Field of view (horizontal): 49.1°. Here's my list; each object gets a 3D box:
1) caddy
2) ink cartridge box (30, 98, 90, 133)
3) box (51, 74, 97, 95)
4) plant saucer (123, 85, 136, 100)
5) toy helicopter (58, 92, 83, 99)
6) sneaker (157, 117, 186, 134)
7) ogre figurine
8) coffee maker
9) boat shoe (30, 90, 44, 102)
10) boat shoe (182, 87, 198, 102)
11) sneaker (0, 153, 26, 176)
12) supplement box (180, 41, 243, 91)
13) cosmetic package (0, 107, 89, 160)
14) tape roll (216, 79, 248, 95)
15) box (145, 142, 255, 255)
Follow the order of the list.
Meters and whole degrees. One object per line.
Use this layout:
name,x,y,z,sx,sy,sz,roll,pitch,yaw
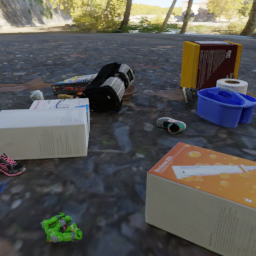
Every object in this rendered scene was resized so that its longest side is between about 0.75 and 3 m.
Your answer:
caddy,3.960,-1.017,11.414,1.757,1.305,2.486,-14,27,-27
ink cartridge box,-2.546,-0.444,10.590,2.148,0.922,1.573,-2,24,-7
box,-2.284,-2.319,14.576,2.837,0.535,1.938,1,23,32
plant saucer,-0.740,-1.784,14.262,2.331,0.426,2.331,0,24,0
toy helicopter,-2.386,-1.397,13.015,1.906,0.752,1.261,11,22,26
sneaker,1.523,-0.078,10.364,1.108,0.463,0.669,12,17,22
ogre figurine,-1.367,1.996,5.598,0.580,0.474,0.967,-2,33,-36
coffee maker,-1.028,-1.877,12.439,2.188,1.534,2.277,13,41,12
boat shoe,-4.375,-1.436,13.385,0.589,0.577,1.653,-18,23,-21
boat shoe,2.977,-1.597,13.048,0.644,0.700,1.959,-10,3,21
sneaker,-3.386,0.981,7.830,1.111,0.530,0.439,9,23,16
supplement box,4.381,-3.286,15.040,2.550,2.515,1.693,-3,24,-8
cosmetic package,-2.756,0.141,8.973,2.872,1.165,1.621,-3,24,-4
tape roll,4.945,-1.741,13.471,1.408,0.966,1.408,0,24,0
box,1.911,1.461,5.743,2.671,1.302,1.661,14,27,29
